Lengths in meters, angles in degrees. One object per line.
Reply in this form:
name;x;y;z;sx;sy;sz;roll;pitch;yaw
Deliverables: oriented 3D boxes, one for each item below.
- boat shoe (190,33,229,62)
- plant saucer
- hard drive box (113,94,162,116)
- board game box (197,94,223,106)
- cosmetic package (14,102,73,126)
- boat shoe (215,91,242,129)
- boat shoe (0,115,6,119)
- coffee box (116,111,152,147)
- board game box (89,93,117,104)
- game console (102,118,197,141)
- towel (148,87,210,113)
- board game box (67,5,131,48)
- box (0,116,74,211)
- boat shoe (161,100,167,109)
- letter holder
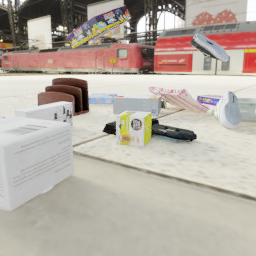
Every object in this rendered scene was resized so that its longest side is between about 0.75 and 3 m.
boat shoe;2.717;-2.591;9.407;1.406;0.519;0.480;26;-35;-13
plant saucer;4.941;-0.828;11.617;2.808;0.705;2.808;0;13;0
hard drive box;0.453;-1.036;12.373;1.933;0.742;1.506;2;13;11
board game box;4.771;-1.493;15.033;1.212;0.404;1.803;-7;15;-28
cosmetic package;-2.609;-0.296;9.003;0.530;0.864;2.093;6;15;27
boat shoe;3.591;-0.510;10.230;0.864;0.785;2.350;41;37;-1
boat shoe;-4.383;-0.221;9.606;0.474;0.484;1.366;-9;25;-34
coffee box;0.183;-0.003;7.854;0.802;0.810;0.811;5;14;19
board game box;-1.467;-1.697;15.968;1.496;0.362;1.978;1;13;5
game console;0.670;0.065;8.630;1.722;0.352;2.920;-12;16;-40
towel;2.279;-1.353;12.796;1.843;0.377;2.519;27;-3;-34
board game box;-1.225;-4.155;11.534;1.801;0.618;2.179;-37;18;-37
box;-2.133;0.510;5.108;1.666;1.089;1.658;6;15;24
boat shoe;1.659;-1.145;13.629;0.347;0.415;1.113;-7;9;-5
letter holder;-2.899;-1.460;12.462;2.148;1.526;1.080;8;15;29
